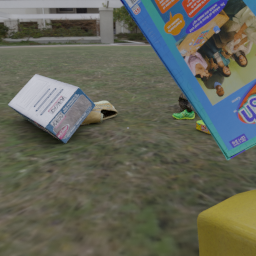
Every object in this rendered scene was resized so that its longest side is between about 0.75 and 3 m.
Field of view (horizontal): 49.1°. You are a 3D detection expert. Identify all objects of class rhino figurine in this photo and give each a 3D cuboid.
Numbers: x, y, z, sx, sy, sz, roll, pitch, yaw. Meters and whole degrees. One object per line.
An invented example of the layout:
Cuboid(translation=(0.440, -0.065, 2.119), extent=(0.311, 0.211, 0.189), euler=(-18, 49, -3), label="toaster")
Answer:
Cuboid(translation=(3.208, -1.003, 10.428), extent=(2.824, 0.844, 1.235), euler=(0, 7, -8), label="rhino figurine")

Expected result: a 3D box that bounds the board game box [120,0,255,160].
Cuboid(translation=(1.371, -1.275, 3.404), extent=(2.057, 2.705, 0.609), euler=(-35, -6, 27), label="board game box")

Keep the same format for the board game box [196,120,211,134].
Cuboid(translation=(3.369, -0.169, 8.968), extent=(2.327, 0.349, 1.112), euler=(-17, 27, -33), label="board game box")

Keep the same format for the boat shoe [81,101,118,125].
Cuboid(translation=(-1.133, -0.458, 9.331), extent=(0.765, 0.720, 2.008), euler=(34, 37, 29), label="boat shoe")

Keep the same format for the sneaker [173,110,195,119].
Cuboid(translation=(1.939, -0.480, 9.792), extent=(0.770, 0.322, 0.285), euler=(-1, 21, 0), label="sneaker")

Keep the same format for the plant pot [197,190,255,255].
Cuboid(translation=(1.625, 1.465, 3.139), extent=(1.446, 1.456, 1.489), euler=(-13, 12, -32), label="plant pot")

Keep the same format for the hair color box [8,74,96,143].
Cuboid(translation=(-2.441, -0.697, 8.649), extent=(2.900, 0.878, 1.450), euler=(22, 71, 47), label="hair color box")
